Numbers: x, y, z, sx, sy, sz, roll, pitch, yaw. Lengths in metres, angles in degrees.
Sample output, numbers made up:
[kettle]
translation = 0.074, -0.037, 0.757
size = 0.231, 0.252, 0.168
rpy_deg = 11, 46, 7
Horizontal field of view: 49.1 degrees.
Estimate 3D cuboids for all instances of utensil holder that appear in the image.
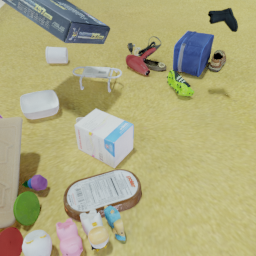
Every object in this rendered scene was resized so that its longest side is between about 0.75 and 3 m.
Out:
[utensil holder]
translation = -3.252, -3.344, 12.869
size = 0.885, 0.752, 0.752
rpy_deg = 0, 40, -3

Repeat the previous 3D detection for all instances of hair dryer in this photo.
[hair dryer]
translation = 0.665, -3.223, 12.442
size = 1.633, 0.583, 2.144
rpy_deg = -10, 62, 19

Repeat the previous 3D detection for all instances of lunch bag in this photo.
[lunch bag]
translation = 2.806, -3.375, 12.344
size = 1.403, 1.440, 2.120
rpy_deg = 19, 44, 21

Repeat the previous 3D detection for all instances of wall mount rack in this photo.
[wall mount rack]
translation = -1.193, -2.207, 11.592
size = 2.008, 0.749, 1.744
rpy_deg = 5, 44, 6

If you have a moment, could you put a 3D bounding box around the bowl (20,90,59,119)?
[bowl]
translation = -3.139, -0.801, 10.063
size = 1.293, 0.483, 1.291
rpy_deg = -14, 42, -15

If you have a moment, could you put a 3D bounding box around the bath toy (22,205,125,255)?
[bath toy]
translation = -1.148, 2.427, 6.077
size = 2.124, 0.785, 0.924
rpy_deg = -14, 9, -18

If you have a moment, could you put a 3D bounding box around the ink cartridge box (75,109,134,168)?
[ink cartridge box]
translation = -0.772, 0.231, 8.400
size = 1.616, 1.039, 1.012
rpy_deg = 25, 46, 25

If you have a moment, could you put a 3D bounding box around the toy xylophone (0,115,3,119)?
[toy xylophone]
translation = -5.318, -0.057, 8.201
size = 2.963, 2.169, 0.744
rpy_deg = -5, 77, -15

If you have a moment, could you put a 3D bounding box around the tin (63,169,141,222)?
[tin]
translation = -0.635, 1.695, 7.208
size = 2.046, 0.428, 1.146
rpy_deg = -14, 46, -16

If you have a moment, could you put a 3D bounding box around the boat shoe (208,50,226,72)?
[boat shoe]
translation = 4.151, -3.203, 12.766
size = 0.656, 0.640, 1.734
rpy_deg = 15, 43, 17

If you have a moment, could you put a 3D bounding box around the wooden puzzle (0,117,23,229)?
[wooden puzzle]
translation = -4.076, 1.166, 7.129
size = 2.741, 0.685, 2.960
rpy_deg = -5, 63, -1

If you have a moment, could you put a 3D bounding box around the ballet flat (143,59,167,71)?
[ballet flat]
translation = 0.986, -2.937, 12.651
size = 1.597, 0.370, 0.538
rpy_deg = 20, 48, 23

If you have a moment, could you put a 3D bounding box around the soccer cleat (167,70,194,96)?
[soccer cleat]
translation = 2.071, -1.775, 11.235
size = 0.709, 0.591, 1.751
rpy_deg = 11, 33, -22

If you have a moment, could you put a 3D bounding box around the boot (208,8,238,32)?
[boot]
translation = 3.133, -3.538, 9.307
size = 0.793, 0.360, 0.944
rpy_deg = -12, 74, -2

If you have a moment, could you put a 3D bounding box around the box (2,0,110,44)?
[box]
translation = -2.233, -3.651, 9.009
size = 2.754, 0.703, 2.172
rpy_deg = 36, 28, 15

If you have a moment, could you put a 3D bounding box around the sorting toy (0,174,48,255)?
[sorting toy]
translation = -2.709, 2.071, 6.679
size = 0.779, 0.784, 2.261
rpy_deg = -12, 38, 23
